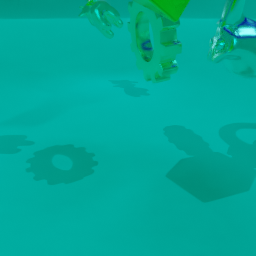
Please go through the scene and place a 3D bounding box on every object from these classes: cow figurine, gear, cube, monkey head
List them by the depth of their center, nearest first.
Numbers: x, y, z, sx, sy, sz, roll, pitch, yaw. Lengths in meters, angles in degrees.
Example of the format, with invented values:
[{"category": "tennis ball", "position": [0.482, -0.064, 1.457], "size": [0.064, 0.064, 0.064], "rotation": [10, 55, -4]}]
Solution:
[{"category": "cube", "position": [0.202, -1.984, 2.960], "size": [1.065, 1.065, 1.065], "rotation": [41, 19, 29]}, {"category": "monkey head", "position": [1.871, -1.417, 4.367], "size": [1.039, 1.240, 1.724], "rotation": [9, 19, -1]}, {"category": "gear", "position": [0.429, -1.687, 5.133], "size": [0.312, 1.689, 1.689], "rotation": [-15, 27, -14]}, {"category": "cow figurine", "position": [-0.955, -3.691, 9.030], "size": [1.657, 0.925, 1.684], "rotation": [43, 3, 3]}]
